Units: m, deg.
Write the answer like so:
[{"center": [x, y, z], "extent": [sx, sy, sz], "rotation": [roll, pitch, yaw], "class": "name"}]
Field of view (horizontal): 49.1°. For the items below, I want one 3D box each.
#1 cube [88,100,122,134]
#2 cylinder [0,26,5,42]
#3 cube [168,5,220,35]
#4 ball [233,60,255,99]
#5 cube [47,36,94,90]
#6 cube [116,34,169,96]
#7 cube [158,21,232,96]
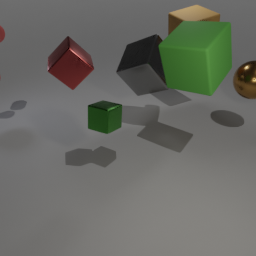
[{"center": [-0.641, -0.316, 7.826], "extent": [0.700, 0.700, 0.700], "rotation": [15, 24, 29], "class": "cube"}, {"center": [-4.785, -3.377, 9.851], "extent": [0.700, 0.700, 0.700], "rotation": [-4, 10, -7], "class": "cylinder"}, {"center": [2.526, -3.782, 10.949], "extent": [1.400, 1.400, 1.400], "rotation": [-22, 44, -17], "class": "cube"}, {"center": [4.566, -1.745, 10.211], "extent": [1.400, 1.400, 1.400], "rotation": [0, 31, 0], "class": "ball"}, {"center": [-1.251, -1.409, 6.087], "extent": [0.700, 0.700, 0.700], "rotation": [-41, 37, 17], "class": "cube"}, {"center": [0.681, -2.193, 9.978], "extent": [1.400, 1.400, 1.400], "rotation": [-7, 54, 40], "class": "cube"}, {"center": [1.878, -1.933, 7.636], "extent": [1.400, 1.400, 1.400], "rotation": [18, 53, 36], "class": "cube"}]
